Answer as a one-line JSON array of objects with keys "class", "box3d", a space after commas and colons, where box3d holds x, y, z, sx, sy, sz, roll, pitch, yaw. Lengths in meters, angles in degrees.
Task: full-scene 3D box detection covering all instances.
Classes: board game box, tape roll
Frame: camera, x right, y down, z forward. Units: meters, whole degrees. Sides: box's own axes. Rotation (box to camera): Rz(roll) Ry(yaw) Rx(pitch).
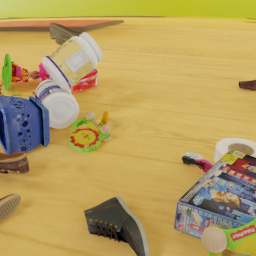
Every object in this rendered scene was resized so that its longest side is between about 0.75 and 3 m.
[{"class": "board game box", "box3d": [2.827, 1.722, 5.822, 2.685, 0.829, 2.687, 23, 35, 35]}, {"class": "tape roll", "box3d": [3.176, 0.796, 7.990, 1.361, 0.476, 1.361, 0, 28, 0]}]

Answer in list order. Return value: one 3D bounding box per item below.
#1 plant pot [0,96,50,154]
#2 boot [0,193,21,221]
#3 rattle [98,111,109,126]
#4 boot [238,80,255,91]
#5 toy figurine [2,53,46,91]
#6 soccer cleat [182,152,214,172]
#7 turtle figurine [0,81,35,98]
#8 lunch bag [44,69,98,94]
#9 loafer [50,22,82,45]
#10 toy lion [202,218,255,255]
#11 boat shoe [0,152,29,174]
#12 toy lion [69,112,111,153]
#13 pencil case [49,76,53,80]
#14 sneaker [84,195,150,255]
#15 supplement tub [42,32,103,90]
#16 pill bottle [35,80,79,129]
[{"class": "plant pot", "box3d": [-3.284, -0.147, 8.749, 1.395, 1.552, 1.552, -12, 29, -34]}, {"class": "boot", "box3d": [-3.245, 1.723, 6.162, 1.171, 0.510, 1.408, 19, 36, 29]}, {"class": "rattle", "box3d": [-1.164, -0.081, 9.435, 1.065, 0.761, 0.693, -4, 40, -18]}, {"class": "boot", "box3d": [6.101, -2.274, 13.883, 1.156, 0.503, 1.390, 9, 32, 13]}, {"class": "toy figurine", "box3d": [-4.999, -2.639, 14.031, 2.155, 1.758, 2.341, -1, -1, -33]}, {"class": "soccer cleat", "box3d": [2.034, 0.920, 7.862, 1.053, 0.368, 0.455, 19, 36, 34]}, {"class": "turtle figurine", "box3d": [-4.294, -0.923, 10.727, 2.579, 0.830, 2.079, 22, 18, -38]}, {"class": "lunch bag", "box3d": [-2.641, -2.349, 13.655, 2.071, 0.963, 2.351, 25, 37, 32]}, {"class": "loafer", "box3d": [-2.472, -3.664, 11.404, 0.818, 0.726, 2.152, -5, 33, -45]}, {"class": "toy lion", "box3d": [2.326, 2.192, 4.589, 1.738, 0.597, 1.666, -27, 69, 12]}, {"class": "boat shoe", "box3d": [-3.340, 0.988, 7.535, 1.587, 0.558, 0.559, -1, 23, 27]}, {"class": "toy lion", "box3d": [-1.350, 0.187, 9.081, 1.353, 0.484, 1.411, -27, 48, -27]}, {"class": "pencil case", "box3d": [-2.809, -2.159, 11.370, 0.711, 0.655, 1.539, -9, 1, -18]}, {"class": "sneaker", "box3d": [-0.262, 2.054, 5.527, 0.910, 0.641, 1.714, -16, 22, -19]}, {"class": "supplement tub", "box3d": [-1.880, -2.306, 9.616, 1.774, 1.290, 1.290, -41, 40, -12]}, {"class": "pill bottle", "box3d": [-2.774, -1.033, 10.576, 1.340, 1.340, 2.412, -11, 29, -20]}]
